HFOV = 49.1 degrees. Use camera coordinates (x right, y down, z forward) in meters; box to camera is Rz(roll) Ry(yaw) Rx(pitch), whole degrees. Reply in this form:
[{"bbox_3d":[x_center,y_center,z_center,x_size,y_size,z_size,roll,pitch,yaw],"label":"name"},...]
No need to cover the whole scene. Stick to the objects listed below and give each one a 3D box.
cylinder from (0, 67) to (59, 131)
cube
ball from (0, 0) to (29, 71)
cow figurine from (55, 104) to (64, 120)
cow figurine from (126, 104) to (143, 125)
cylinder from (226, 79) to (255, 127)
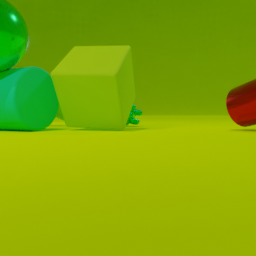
[{"bbox_3d":[-2.334,-0.589,5.831,1.271,1.271,1.271,1,3,26],"label":"cylinder"},{"bbox_3d":[-0.640,-0.883,5.984,1.313,1.313,1.313,3,39,13],"label":"cube"},{"bbox_3d":[-2.583,-1.748,5.214,1.391,1.391,1.391,0,3,0],"label":"ball"},{"bbox_3d":[-1.958,-0.439,8.364,1.275,1.255,0.700,34,42,-7],"label":"cow figurine"},{"bbox_3d":[-0.092,-0.387,7.971,0.971,0.541,0.986,9,-17,31],"label":"cow figurine"},{"bbox_3d":[2.625,-0.535,5.657,0.890,0.890,0.890,-1,-11,-26],"label":"cylinder"}]
